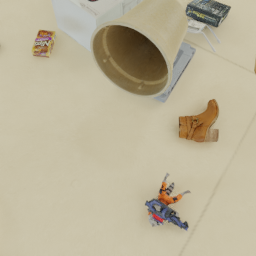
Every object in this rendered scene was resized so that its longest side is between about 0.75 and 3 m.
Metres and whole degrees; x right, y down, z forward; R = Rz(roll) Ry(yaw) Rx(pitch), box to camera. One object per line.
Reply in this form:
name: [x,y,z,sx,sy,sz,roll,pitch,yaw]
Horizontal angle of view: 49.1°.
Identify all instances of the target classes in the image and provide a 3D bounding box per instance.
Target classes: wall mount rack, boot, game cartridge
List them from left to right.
game cartridge: [1.245,-2.468,11.076,1.919,0.582,2.878,29,66,10]
boot: [2.487,-0.307,9.961,1.363,0.673,1.756,5,70,7]
wall mount rack: [2.983,-3.864,11.498,1.706,0.732,1.964,22,42,14]

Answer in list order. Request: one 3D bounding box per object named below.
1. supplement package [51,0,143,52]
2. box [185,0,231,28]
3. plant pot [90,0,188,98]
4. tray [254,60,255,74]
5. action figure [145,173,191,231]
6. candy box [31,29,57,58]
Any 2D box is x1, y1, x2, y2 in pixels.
supplement package: [-1.128,-4.978,11.450,2.734,2.103,2.859,39,68,18]
box: [3.450,-5.048,12.045,1.531,0.495,1.941,28,43,12]
plant pot: [0.586,-2.666,8.442,2.594,2.594,2.374,26,61,13]
tray: [3.760,-1.666,6.439,1.512,0.746,0.280,-13,58,10]
action figure: [1.237,2.418,8.582,1.604,0.839,1.552,43,75,-10]
candy box: [-3.499,-3.538,11.716,0.713,0.345,1.223,7,65,2]
